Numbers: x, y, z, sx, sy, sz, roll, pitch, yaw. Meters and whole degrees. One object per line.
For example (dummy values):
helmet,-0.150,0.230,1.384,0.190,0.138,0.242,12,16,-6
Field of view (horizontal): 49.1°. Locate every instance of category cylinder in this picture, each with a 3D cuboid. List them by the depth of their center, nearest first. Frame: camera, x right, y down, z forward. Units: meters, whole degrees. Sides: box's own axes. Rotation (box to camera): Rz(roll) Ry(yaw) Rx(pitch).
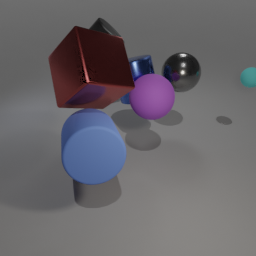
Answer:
cylinder,-0.859,0.389,6.622,1.400,1.400,1.400,-7,22,-11
cylinder,0.267,-1.707,9.830,1.400,1.400,1.400,-13,19,5
cylinder,-1.083,-3.329,11.068,1.400,1.400,1.400,40,22,-20

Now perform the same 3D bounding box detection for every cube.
cube,-0.908,-1.362,6.812,1.400,1.400,1.400,-2,-18,-42

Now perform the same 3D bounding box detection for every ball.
ball,0.730,-0.949,8.591,1.400,1.400,1.400,0,31,0
ball,4.296,-1.761,9.784,0.700,0.700,0.700,0,31,0
ball,1.891,-1.975,9.989,1.400,1.400,1.400,0,31,0
